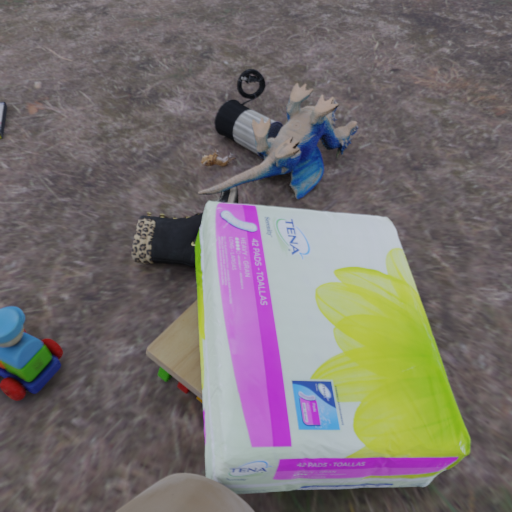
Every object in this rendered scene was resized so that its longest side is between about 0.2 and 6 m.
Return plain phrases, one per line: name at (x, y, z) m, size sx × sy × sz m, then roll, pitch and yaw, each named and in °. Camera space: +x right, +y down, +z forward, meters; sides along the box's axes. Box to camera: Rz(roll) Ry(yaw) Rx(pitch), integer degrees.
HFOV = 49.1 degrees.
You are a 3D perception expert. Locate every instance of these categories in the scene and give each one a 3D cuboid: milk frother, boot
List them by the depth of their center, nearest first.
boot at (-1.262, -0.594, 10.729) m, size 1.771 × 0.861 × 2.352 m, roll 3°, pitch 46°, yaw 6°
milk frother at (0.015, -3.328, 13.040) m, size 1.463 × 1.555 × 1.404 m, roll 34°, pitch 49°, yaw 30°

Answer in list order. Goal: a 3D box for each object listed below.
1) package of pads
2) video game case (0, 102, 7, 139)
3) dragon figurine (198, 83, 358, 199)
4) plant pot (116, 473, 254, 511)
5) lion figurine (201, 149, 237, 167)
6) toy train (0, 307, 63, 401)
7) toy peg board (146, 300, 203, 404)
package of pads at (0.856, 1.080, 7.916) m, size 3.218 × 1.421 × 4.165 m, roll 4°, pitch 49°, yaw -14°
video game case at (-7.041, -3.322, 13.987) m, size 1.434 × 0.202 × 1.587 m, roll -10°, pitch 45°, yaw -10°
dragon figurine at (0.753, -2.111, 11.893) m, size 1.258 × 2.125 × 4.273 m, roll 32°, pitch 70°, yaw 24°
plant pot at (-0.986, 3.530, 5.428) m, size 2.699 × 2.699 × 2.342 m, roll 20°, pitch 32°, yaw 20°
lion figurine at (-0.849, -2.152, 12.659) m, size 0.739 × 0.452 × 0.268 m, roll 13°, pitch 42°, yaw -29°
toy train at (-4.141, 1.115, 8.446) m, size 2.331 × 1.349 × 0.987 m, roll 19°, pitch 50°, yaw 24°
toy peg board at (-0.545, 1.589, 8.583) m, size 1.672 × 0.821 × 1.679 m, roll 35°, pitch 49°, yaw 12°
